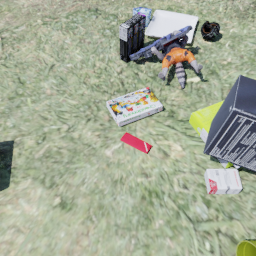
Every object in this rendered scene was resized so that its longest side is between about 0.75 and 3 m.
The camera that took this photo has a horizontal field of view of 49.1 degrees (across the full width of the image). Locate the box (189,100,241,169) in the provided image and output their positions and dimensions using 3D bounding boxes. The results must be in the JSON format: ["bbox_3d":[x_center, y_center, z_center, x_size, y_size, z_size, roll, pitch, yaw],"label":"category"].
[{"bbox_3d":[3.374,0.247,9.447,1.490,0.582,2.443,-21,56,-15],"label":"box"}]

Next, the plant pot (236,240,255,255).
[{"bbox_3d":[3.536,3.314,6.990,1.107,1.150,1.150,-4,53,-17],"label":"plant pot"}]

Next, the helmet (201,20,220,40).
[{"bbox_3d":[3.753,-4.422,12.722,0.808,0.848,0.848,-2,42,-51],"label":"helmet"}]

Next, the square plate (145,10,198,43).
[{"bbox_3d":[2.095,-4.787,13.311,2.144,0.308,2.164,15,55,10],"label":"square plate"}]

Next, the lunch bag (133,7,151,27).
[{"bbox_3d":[0.654,-5.354,13.459,0.867,0.737,0.552,12,55,8],"label":"lunch bag"}]

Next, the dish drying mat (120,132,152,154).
[{"bbox_3d":[0.282,0.501,9.572,1.064,0.097,0.409,27,59,18],"label":"dish drying mat"}]

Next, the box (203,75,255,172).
[{"bbox_3d":[3.616,0.033,7.737,2.254,2.273,1.400,19,56,6],"label":"box"}]

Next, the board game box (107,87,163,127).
[{"bbox_3d":[0.237,-0.811,10.367,1.784,0.309,1.126,-21,54,-15],"label":"board game box"}]

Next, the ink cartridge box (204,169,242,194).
[{"bbox_3d":[2.891,1.632,8.556,0.948,0.397,0.684,0,54,0],"label":"ink cartridge box"}]

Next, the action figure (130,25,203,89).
[{"bbox_3d":[1.589,-2.869,11.594,2.790,1.459,2.699,-20,45,17],"label":"action figure"}]

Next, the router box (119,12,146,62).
[{"bbox_3d":[0.187,-3.759,11.707,0.429,1.678,1.252,34,60,21],"label":"router box"}]
